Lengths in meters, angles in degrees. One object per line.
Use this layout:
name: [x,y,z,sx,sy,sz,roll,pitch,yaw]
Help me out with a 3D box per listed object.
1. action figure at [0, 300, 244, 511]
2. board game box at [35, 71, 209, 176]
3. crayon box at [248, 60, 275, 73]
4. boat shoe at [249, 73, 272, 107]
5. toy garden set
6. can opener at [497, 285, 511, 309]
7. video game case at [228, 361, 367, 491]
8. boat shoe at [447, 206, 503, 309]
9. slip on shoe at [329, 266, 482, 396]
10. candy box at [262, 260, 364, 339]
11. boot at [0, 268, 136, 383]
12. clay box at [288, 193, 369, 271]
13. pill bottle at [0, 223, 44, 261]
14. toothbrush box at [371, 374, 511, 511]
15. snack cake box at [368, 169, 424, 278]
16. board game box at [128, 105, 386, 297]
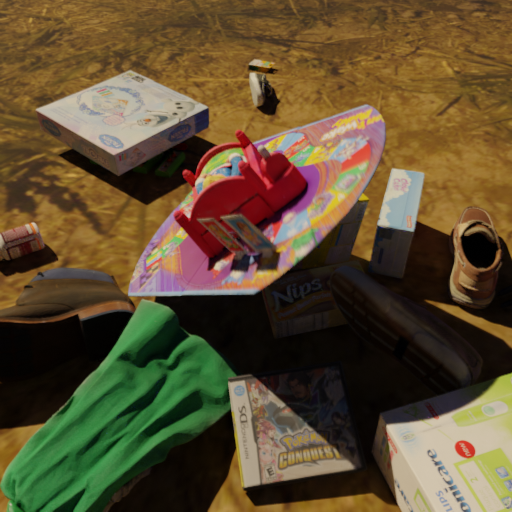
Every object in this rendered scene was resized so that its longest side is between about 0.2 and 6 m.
action figure: [-1.777,2.214,6.887,2.050,0.949,3.471,32,45,14]
board game box: [-3.070,-3.200,13.058,2.823,0.612,2.809,31,49,28]
crayon box: [0.175,-5.765,17.036,0.704,0.182,0.443,16,43,19]
boat shoe: [0.148,-4.622,15.359,0.549,0.609,1.724,-4,39,-3]
toy garden set: [-2.615,-2.584,13.105,2.015,0.402,1.680,12,42,14]
can opener: [4.689,0.538,9.483,1.502,0.591,0.476,-25,85,-22]
video game case: [0.492,2.152,7.208,1.556,0.198,1.406,-8,61,-4]
boat shoe: [3.940,-0.179,9.877,0.953,0.903,2.516,9,41,11]
slip on shoe: [2.080,0.941,7.886,0.728,0.913,2.401,-32,57,-31]
candy box: [0.995,0.684,9.079,1.686,0.466,0.973,-12,42,-4]
boot: [-3.377,0.983,8.516,3.058,1.142,1.482,-4,29,-21]
clay box: [0.641,-0.416,9.467,2.371,1.363,0.564,-7,39,-25]
pill bottle: [-4.411,-0.228,10.239,0.908,0.519,0.519,-22,45,-24]
toothbrush box: [2.759,2.484,6.708,2.200,0.947,1.602,-12,42,-12]
snack cake box: [2.580,-0.636,10.271,0.637,1.091,1.896,12,42,14]
board game box: [-0.370,-1.093,8.307,4.671,0.909,3.690,-5,44,49]
